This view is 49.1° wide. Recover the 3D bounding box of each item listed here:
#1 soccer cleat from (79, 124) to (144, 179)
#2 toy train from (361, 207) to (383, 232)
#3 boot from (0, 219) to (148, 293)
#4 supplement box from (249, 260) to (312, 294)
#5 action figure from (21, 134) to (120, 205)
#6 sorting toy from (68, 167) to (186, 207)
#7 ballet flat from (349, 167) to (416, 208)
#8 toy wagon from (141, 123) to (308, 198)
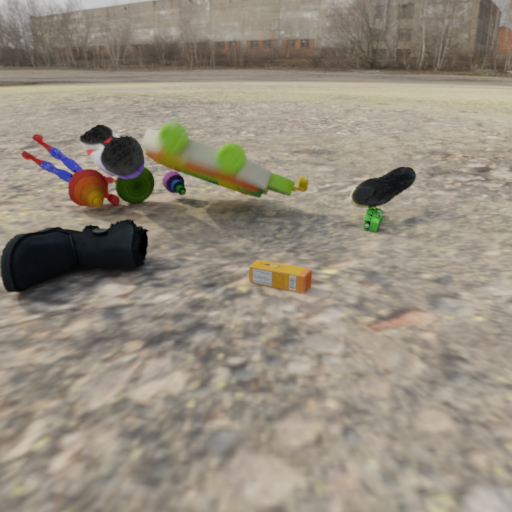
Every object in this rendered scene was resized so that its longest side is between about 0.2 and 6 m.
[{"bbox_3d":[-2.982,-2.081,12.127,0.894,0.959,2.620,-38,41,-16],"label":"soccer cleat"},{"bbox_3d":[2.467,-0.806,11.795,0.367,0.272,1.302,15,24,10],"label":"toy train"},{"bbox_3d":[-2.806,-0.053,9.059,1.828,0.831,2.176,-2,15,5],"label":"boot"},{"bbox_3d":[0.377,0.320,8.859,0.962,0.331,0.320,12,24,24],"label":"supplement box"},{"bbox_3d":[-4.191,-1.887,13.357,2.453,0.800,1.214,33,1,5],"label":"action figure"},{"bbox_3d":[-2.769,-1.444,12.643,2.693,0.934,0.928,-9,33,-30],"label":"sorting toy"},{"bbox_3d":[2.765,-1.439,12.274,1.966,0.653,0.559,-25,-9,-31],"label":"ballet flat"},{"bbox_3d":[-0.638,-1.911,12.234,3.610,0.714,2.801,20,1,3],"label":"toy wagon"}]
